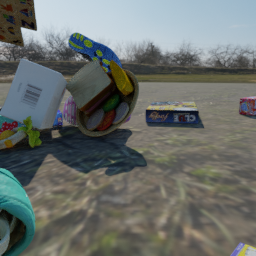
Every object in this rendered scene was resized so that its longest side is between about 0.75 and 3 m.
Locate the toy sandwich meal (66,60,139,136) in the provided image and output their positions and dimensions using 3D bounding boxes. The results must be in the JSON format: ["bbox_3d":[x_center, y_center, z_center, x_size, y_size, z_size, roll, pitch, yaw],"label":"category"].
[{"bbox_3d":[-0.736,-0.871,7.468,2.314,2.314,0.793,10,-20,41],"label":"toy sandwich meal"}]

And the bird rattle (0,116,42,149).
[{"bbox_3d":[-2.633,0.137,6.304,1.222,0.689,0.996,2,27,26],"label":"bird rattle"}]

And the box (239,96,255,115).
[{"bbox_3d":[5.093,-0.923,11.404,0.626,0.654,1.312,11,16,44],"label":"box"}]

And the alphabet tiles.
[{"bbox_3d":[-2.096,-1.836,4.300,1.351,0.061,1.616,11,-21,-9],"label":"alphabet tiles"}]

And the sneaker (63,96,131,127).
[{"bbox_3d":[-0.919,-0.479,8.706,2.454,0.987,1.085,5,0,32],"label":"sneaker"}]

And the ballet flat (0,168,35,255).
[{"bbox_3d":[-1.787,0.924,1.612,0.978,0.935,2.778,26,27,35],"label":"ballet flat"}]

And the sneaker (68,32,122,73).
[{"bbox_3d":[-1.146,-2.824,10.679,2.500,0.886,1.036,37,14,18],"label":"sneaker"}]

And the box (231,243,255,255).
[{"bbox_3d":[1.148,1.170,2.068,0.798,0.193,0.468,11,16,38],"label":"box"}]

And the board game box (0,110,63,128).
[{"bbox_3d":[-3.127,-0.341,9.082,1.833,0.412,1.394,-4,12,-20],"label":"board game box"}]

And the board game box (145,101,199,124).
[{"bbox_3d":[1.664,-0.632,10.459,1.756,0.449,2.592,2,12,11],"label":"board game box"}]

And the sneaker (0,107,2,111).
[{"bbox_3d":[-4.501,-0.355,8.879,0.789,0.580,1.745,-5,8,-11],"label":"sneaker"}]

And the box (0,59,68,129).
[{"bbox_3d":[-2.381,-0.809,7.439,1.011,1.447,1.901,21,-2,-7],"label":"box"}]
